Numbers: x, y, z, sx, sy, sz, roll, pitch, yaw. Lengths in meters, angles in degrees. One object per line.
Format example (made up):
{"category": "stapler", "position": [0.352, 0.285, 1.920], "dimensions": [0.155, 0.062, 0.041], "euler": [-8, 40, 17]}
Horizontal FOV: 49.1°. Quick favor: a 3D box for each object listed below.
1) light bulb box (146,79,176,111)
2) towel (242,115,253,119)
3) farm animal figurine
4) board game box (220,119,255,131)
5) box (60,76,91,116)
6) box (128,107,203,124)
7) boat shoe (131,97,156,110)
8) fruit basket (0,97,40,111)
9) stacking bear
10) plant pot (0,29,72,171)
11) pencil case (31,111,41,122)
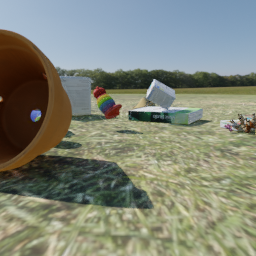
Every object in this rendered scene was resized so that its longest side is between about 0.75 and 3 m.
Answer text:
{"category": "light bulb box", "position": [1.471, -1.496, 12.521], "dimensions": [1.118, 0.698, 1.109], "euler": [28, 26, -6]}
{"category": "towel", "position": [6.186, -0.458, 12.985], "dimensions": [1.538, 0.228, 2.097], "euler": [2, 9, 7]}
{"category": "farm animal figurine", "position": [3.958, -0.094, 9.557], "dimensions": [0.846, 0.527, 1.048], "euler": [-46, 23, -24]}
{"category": "board game box", "position": [4.512, -0.122, 10.550], "dimensions": [1.674, 0.290, 1.057], "euler": [-3, 8, -17]}
{"category": "box", "position": [-3.588, -1.752, 15.249], "dimensions": [2.405, 2.060, 2.393], "euler": [-5, 10, -41]}
{"category": "box", "position": [1.780, -0.634, 13.141], "dimensions": [2.934, 0.533, 2.118], "euler": [4, 11, 31]}
{"category": "boat shoe", "position": [0.842, -1.240, 15.487], "dimensions": [0.932, 0.991, 2.602], "euler": [3, 9, 21]}
{"category": "fruit basket", "position": [-3.436, -0.638, 9.949], "dimensions": [1.881, 0.881, 1.742], "euler": [21, -18, -5]}
{"category": "stacking bear", "position": [-0.852, -0.988, 10.345], "dimensions": [0.683, 1.201, 0.730], "euler": [-25, -21, -25]}
{"category": "plant pot", "position": [-2.383, -0.411, 5.926], "dimensions": [2.683, 2.683, 1.878], "euler": [2, -7, 13]}
{"category": "pencil case", "position": [-2.856, -0.095, 8.558], "dimensions": [2.230, 0.870, 0.968], "euler": [6, -22, 38]}
